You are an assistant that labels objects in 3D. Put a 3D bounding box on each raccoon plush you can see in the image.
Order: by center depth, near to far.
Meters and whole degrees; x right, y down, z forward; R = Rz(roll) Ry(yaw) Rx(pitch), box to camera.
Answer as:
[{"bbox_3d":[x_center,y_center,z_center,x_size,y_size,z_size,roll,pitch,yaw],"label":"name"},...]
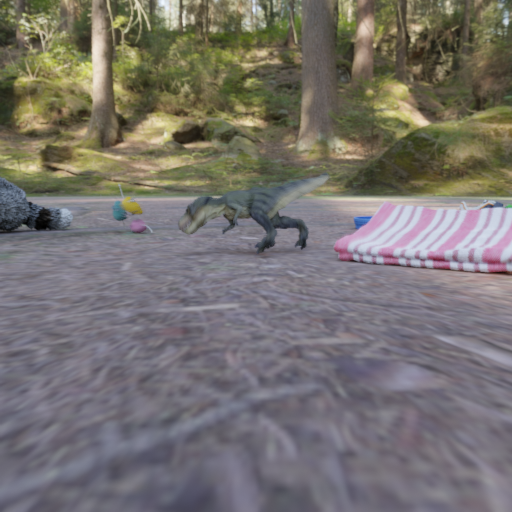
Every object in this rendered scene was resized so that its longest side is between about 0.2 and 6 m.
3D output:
[{"bbox_3d":[-5.084,-1.005,11.449,2.630,1.272,1.762,-3,13,-22],"label":"raccoon plush"}]

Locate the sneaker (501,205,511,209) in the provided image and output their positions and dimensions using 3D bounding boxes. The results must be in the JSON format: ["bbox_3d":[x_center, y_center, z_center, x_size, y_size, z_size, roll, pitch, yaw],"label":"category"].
[{"bbox_3d":[3.487,-0.391,8.319,1.745,0.744,0.681,2,7,14],"label":"sneaker"}]

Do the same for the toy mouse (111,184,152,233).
[{"bbox_3d":[-2.702,-0.782,11.773,0.226,1.166,1.036,-47,5,-39],"label":"toy mouse"}]

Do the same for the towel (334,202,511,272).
[{"bbox_3d":[2.467,-0.306,7.497,2.399,0.359,1.756,4,25,35],"label":"towel"}]

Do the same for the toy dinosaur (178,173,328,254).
[{"bbox_3d":[0.207,-0.618,8.304,2.601,1.146,0.617,-16,-27,-21],"label":"toy dinosaur"}]

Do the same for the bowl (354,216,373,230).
[{"bbox_3d":[2.954,-0.742,12.845,1.413,0.277,1.413,0,8,0],"label":"bowl"}]

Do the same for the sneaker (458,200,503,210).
[{"bbox_3d":[5.260,-0.850,12.146,1.759,0.698,0.690,5,7,23],"label":"sneaker"}]
